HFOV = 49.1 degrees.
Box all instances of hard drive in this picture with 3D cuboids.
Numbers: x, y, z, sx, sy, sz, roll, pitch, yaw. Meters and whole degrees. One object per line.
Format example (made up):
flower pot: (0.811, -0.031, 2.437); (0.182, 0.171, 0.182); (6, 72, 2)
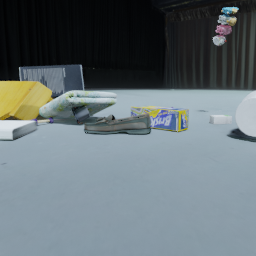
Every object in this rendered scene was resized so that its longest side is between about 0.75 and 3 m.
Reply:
hard drive: (-4.456, 0.035, 8.732); (2.629, 0.345, 1.734); (1, 10, 4)

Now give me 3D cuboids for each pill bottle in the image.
pill bottle: (4.200, -0.466, 8.423); (1.456, 1.456, 2.434); (9, 13, 40)

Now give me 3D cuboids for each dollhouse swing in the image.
dollhouse swing: (-4.646, -0.629, 12.034); (2.841, 2.497, 2.581); (4, 52, 24)

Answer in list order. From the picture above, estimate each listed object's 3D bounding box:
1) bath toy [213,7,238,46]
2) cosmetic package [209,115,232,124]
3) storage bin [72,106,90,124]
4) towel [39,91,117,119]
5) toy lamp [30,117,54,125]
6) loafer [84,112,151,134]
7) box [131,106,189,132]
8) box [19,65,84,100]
bath toy: (4.038, -4.159, 11.582); (0.578, 1.564, 0.680); (-29, 56, -29)
cosmetic package: (3.589, -0.325, 10.868); (0.752, 0.319, 0.405); (-1, 12, -13)
storage bin: (-1.742, -0.492, 10.559); (0.544, 0.589, 0.809); (-22, -6, -7)
towel: (-1.939, -0.925, 11.131); (2.494, 0.601, 2.135); (-5, -12, -44)
toy lamp: (-3.252, -0.236, 10.504); (0.290, 0.290, 0.996); (7, 12, 36)
loafer: (-0.338, -0.179, 8.981); (2.176, 0.685, 0.782); (1, 10, 4)
box: (1.080, -0.374, 9.922); (2.097, 0.735, 0.674); (8, 13, 41)
box: (-3.946, -2.227, 14.576); (2.974, 1.592, 2.207); (-7, 0, -16)
